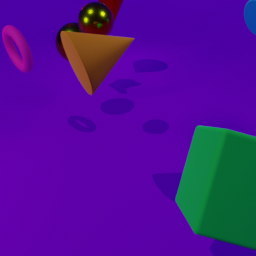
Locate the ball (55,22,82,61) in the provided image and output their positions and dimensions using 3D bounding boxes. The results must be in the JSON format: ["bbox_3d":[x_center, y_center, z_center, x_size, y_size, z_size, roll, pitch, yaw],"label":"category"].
[{"bbox_3d":[-1.424,-2.296,7.567,1.052,1.052,1.052,0,36,0],"label":"ball"}]

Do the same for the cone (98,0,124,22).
[{"bbox_3d":[-0.590,-4.288,9.705,1.517,1.523,1.517,-1,19,0],"label":"cone"}]

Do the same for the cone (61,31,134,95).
[{"bbox_3d":[-0.311,-1.090,3.986,0.942,0.939,0.939,-28,43,-13],"label":"cone"}]

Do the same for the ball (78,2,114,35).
[{"bbox_3d":[-0.673,-2.238,5.872,0.752,0.752,0.752,0,36,0],"label":"ball"}]

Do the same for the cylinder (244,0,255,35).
[{"bbox_3d":[2.797,-2.279,5.434,0.737,0.737,0.737,-28,41,-5],"label":"cylinder"}]

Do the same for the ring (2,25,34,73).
[{"bbox_3d":[-2.582,-1.833,6.565,0.224,1.121,1.121,-33,47,-30],"label":"ring"}]

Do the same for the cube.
[{"bbox_3d":[1.286,0.638,3.233,1.078,1.078,1.078,15,2,-1],"label":"cube"}]
